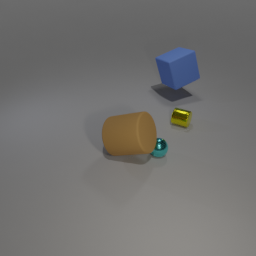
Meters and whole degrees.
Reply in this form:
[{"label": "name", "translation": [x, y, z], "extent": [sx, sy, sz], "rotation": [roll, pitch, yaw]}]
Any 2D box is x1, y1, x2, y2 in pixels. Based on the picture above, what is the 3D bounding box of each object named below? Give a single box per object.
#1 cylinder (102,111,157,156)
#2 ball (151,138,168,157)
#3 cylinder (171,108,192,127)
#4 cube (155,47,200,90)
[{"label": "cylinder", "translation": [0.064, 0.213, 9.538], "extent": [1.400, 1.400, 1.400], "rotation": [-7, 26, 31]}, {"label": "ball", "translation": [1.089, 0.697, 10.018], "extent": [0.700, 0.700, 0.700], "rotation": [0, 33, 0]}, {"label": "cylinder", "translation": [2.255, -0.446, 11.785], "extent": [0.700, 0.700, 0.700], "rotation": [17, 36, 24]}, {"label": "cube", "translation": [2.356, -2.859, 13.339], "extent": [1.400, 1.400, 1.400], "rotation": [-26, 29, -11]}]
